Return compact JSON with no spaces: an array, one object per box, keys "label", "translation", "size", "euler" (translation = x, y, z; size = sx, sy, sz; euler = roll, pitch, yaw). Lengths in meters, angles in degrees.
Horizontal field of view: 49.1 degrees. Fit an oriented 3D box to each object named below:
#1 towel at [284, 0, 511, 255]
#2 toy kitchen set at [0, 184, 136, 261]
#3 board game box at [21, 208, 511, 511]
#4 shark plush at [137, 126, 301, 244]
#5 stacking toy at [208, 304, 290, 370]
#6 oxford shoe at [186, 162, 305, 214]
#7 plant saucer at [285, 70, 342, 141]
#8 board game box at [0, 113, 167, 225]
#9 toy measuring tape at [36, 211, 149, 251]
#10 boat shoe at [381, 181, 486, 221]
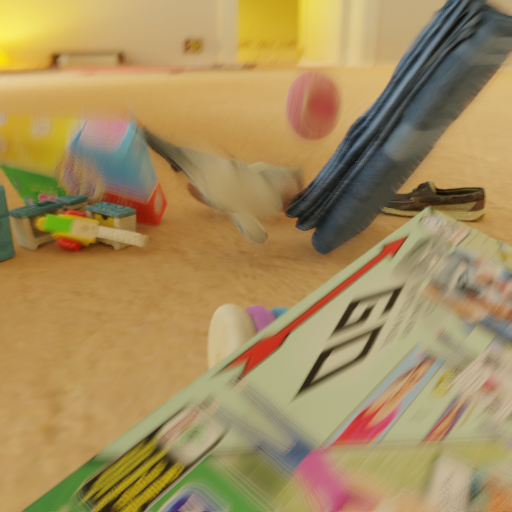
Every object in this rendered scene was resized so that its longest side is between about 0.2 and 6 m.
[{"label":"towel","translation":[1.915,-1.693,7.507],"size":[0.874,3.600,2.010],"euler":[44,35,15]},{"label":"toy kitchen set","translation":[-2.902,-0.550,8.023],"size":[1.480,1.088,1.848],"euler":[15,26,32]},{"label":"board game box","translation":[1.140,1.243,2.997],"size":[2.772,0.600,4.120],"euler":[32,42,27]},{"label":"shark plush","translation":[-0.554,-0.923,7.317],"size":[2.332,1.059,0.971],"euler":[10,18,-34]},{"label":"stacking toy","translation":[0.733,0.885,5.142],"size":[2.232,0.953,0.953],"euler":[0,22,-18]},{"label":"oxford shoe","translation":[-0.161,-1.208,9.629],"size":[2.083,0.737,0.769],"euler":[6,55,16]},{"label":"plant saucer","translation":[1.096,-2.671,10.004],"size":[1.230,1.230,0.312],"euler":[-14,21,-30]},{"label":"board game box","translation":[-2.811,-1.345,8.852],"size":[2.422,1.853,0.488],"euler":[6,56,12]},{"label":"toy measuring tape","translation":[-2.397,-0.308,8.282],"size":[1.649,0.607,0.607],"euler":[11,23,-4]},{"label":"boat shoe","translation":[3.012,-1.010,9.742],"size":[1.868,0.614,0.667],"euler":[7,24,16]}]
